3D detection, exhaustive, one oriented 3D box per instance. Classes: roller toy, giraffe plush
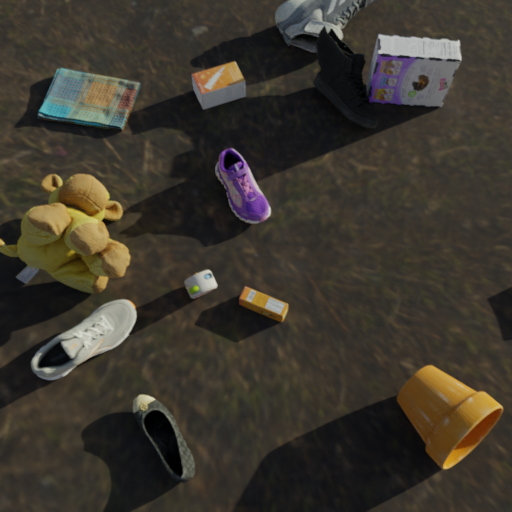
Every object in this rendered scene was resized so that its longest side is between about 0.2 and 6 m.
[{"bbox_3d":[-1.100,0.542,11.010,0.568,0.622,0.435,-24,84,-12],"label":"roller toy"},{"bbox_3d":[-3.597,-0.669,11.119,2.626,2.266,2.130,-13,46,33],"label":"giraffe plush"}]

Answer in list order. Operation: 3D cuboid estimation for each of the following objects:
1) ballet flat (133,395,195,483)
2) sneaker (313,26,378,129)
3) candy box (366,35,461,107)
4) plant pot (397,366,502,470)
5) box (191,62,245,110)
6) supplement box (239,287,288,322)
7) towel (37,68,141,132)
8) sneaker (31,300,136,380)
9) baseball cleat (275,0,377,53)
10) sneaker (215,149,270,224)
[{"bbox_3d":[-1.601,3.134,9.770,0.575,0.492,1.730,-36,70,-11],"label":"ballet flat"},{"bbox_3d":[2.147,-4.111,12.939,0.718,1.247,2.390,-16,57,-46],"label":"sneaker"},{"bbox_3d":[3.570,-4.225,12.903,1.822,1.528,0.652,5,63,3],"label":"candy box"},{"bbox_3d":[3.208,2.660,9.640,1.432,1.432,1.311,-34,52,-16],"label":"plant pot"},{"bbox_3d":[-0.891,-4.067,13.378,1.113,0.542,0.692,-21,65,-10],"label":"box"},{"bbox_3d":[0.145,0.955,10.993,0.941,0.313,0.324,24,64,11],"label":"supplement box"},{"bbox_3d":[-3.992,-3.758,13.405,2.108,0.229,1.546,10,65,5],"label":"towel"},{"bbox_3d":[-3.111,1.554,10.217,2.139,0.984,0.810,-37,90,-14],"label":"sneaker"},{"bbox_3d":[2.143,-6.086,14.227,3.211,1.120,1.709,-21,72,0],"label":"baseball cleat"},{"bbox_3d":[-0.327,-1.546,11.963,0.754,0.829,1.875,-25,67,-13],"label":"sneaker"}]
